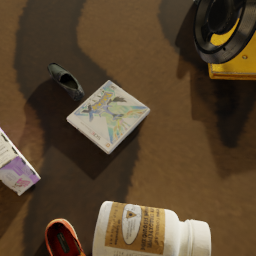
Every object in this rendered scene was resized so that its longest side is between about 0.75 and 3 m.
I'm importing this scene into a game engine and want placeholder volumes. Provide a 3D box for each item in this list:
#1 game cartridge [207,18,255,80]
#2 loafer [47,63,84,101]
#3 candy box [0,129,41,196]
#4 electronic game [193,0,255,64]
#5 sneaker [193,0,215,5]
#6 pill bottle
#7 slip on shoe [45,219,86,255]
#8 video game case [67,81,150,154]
[{"bbox_3d":[3.837,-2.759,9.607,2.293,0.422,2.601,2,59,1],"label":"game cartridge"},{"bbox_3d":[-1.973,-1.559,8.801,0.575,0.594,1.693,-37,67,-19],"label":"loafer"},{"bbox_3d":[-3.251,0.544,7.026,0.716,1.679,2.002,-39,68,-19],"label":"candy box"},{"bbox_3d":[2.218,-2.607,6.471,0.466,2.239,2.239,3,59,-21],"label":"electronic game"},{"bbox_3d":[3.423,-5.439,10.710,2.271,0.980,0.881,-35,67,-18],"label":"sneaker"},{"bbox_3d":[0.506,2.452,6.162,2.366,1.353,1.353,7,61,4],"label":"pill bottle"},{"bbox_3d":[-1.185,3.107,6.163,0.906,0.749,2.447,-27,66,-16],"label":"slip on shoe"},{"bbox_3d":[-0.576,-0.391,8.381,1.706,0.206,1.871,37,67,18],"label":"video game case"}]
